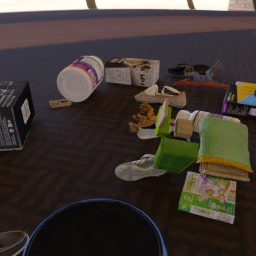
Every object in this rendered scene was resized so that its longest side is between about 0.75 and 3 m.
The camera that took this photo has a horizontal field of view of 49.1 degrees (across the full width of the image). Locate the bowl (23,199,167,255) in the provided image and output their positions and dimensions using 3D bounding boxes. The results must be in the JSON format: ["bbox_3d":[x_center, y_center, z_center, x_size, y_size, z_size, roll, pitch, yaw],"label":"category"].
[{"bbox_3d":[-0.623,2.429,5.314,2.800,0.550,2.800,0,29,0],"label":"bowl"}]

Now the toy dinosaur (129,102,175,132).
[{"bbox_3d":[0.956,-0.282,10.290,2.433,0.735,1.292,-11,62,-27],"label":"toy dinosaur"}]

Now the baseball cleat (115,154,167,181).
[{"bbox_3d":[0.320,1.095,7.859,1.516,0.529,0.807,2,22,-17],"label":"baseball cleat"}]

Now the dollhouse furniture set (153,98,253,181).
[{"bbox_3d":[2.136,0.260,7.332,2.720,1.365,1.782,10,65,-1],"label":"dollhouse furniture set"}]

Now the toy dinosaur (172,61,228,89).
[{"bbox_3d":[3.757,-2.239,13.793,2.087,2.300,1.208,46,11,25],"label":"toy dinosaur"}]

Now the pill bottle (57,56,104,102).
[{"bbox_3d":[-2.032,-2.431,12.998,1.554,1.554,2.790,6,29,10],"label":"pill bottle"}]

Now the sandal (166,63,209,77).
[{"bbox_3d":[3.320,-3.390,15.723,2.734,0.585,1.040,-14,32,-23],"label":"sandal"}]

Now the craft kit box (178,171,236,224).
[{"bbox_3d":[2.000,1.670,6.965,1.262,0.310,1.278,7,30,18],"label":"craft kit box"}]

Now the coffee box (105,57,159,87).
[{"bbox_3d":[0.227,-2.929,14.457,2.534,1.011,1.432,8,30,15],"label":"coffee box"}]

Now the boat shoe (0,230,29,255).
[{"bbox_3d":[-2.800,2.370,5.467,1.638,0.493,0.584,-16,33,-26],"label":"boat shoe"}]

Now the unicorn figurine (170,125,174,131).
[{"bbox_3d":[1.997,-0.062,10.018,0.750,0.403,1.092,-1,16,20],"label":"unicorn figurine"}]

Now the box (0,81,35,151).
[{"bbox_3d":[-4.726,-0.459,9.511,2.474,1.560,2.516,-5,29,-5],"label":"box"}]

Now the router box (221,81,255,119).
[{"bbox_3d":[5.060,-1.196,11.718,1.866,0.639,2.502,12,31,20],"label":"router box"}]

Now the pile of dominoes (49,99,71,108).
[{"bbox_3d":[-2.914,-1.122,12.111,0.905,0.144,0.705,-10,31,-17],"label":"pile of dominoes"}]

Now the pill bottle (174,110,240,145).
[{"bbox_3d":[2.529,0.042,9.052,1.890,1.100,1.100,15,32,27],"label":"pill bottle"}]

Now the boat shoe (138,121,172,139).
[{"bbox_3d":[0.958,0.030,9.708,1.297,0.462,0.453,-12,31,-20],"label":"boat shoe"}]

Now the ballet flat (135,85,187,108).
[{"bbox_3d":[1.396,-1.454,12.058,2.299,0.773,0.783,9,31,17],"label":"ballet flat"}]
